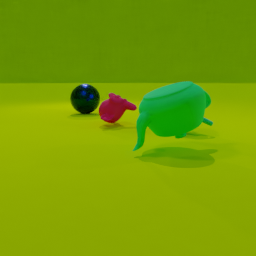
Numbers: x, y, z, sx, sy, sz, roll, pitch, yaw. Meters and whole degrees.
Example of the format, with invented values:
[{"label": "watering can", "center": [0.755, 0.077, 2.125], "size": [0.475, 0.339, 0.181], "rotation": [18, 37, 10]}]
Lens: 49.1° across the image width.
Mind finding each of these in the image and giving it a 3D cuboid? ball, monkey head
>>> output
[{"label": "ball", "center": [-1.599, -1.087, 10.481], "size": [1.113, 1.113, 1.113], "rotation": [0, 10, 0]}, {"label": "monkey head", "center": [-0.311, -0.480, 7.875], "size": [0.987, 0.827, 1.372], "rotation": [24, 10, 5]}]

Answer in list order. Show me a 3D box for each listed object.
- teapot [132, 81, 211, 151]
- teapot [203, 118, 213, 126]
[{"label": "teapot", "center": [0.792, -0.245, 5.090], "size": [1.963, 0.961, 1.221], "rotation": [-26, 16, -25]}, {"label": "teapot", "center": [1.383, -0.420, 6.904], "size": [0.791, 1.005, 1.616], "rotation": [18, 10, -47]}]
